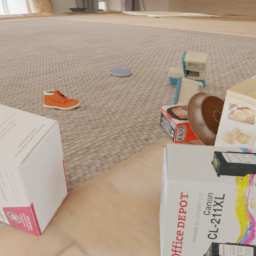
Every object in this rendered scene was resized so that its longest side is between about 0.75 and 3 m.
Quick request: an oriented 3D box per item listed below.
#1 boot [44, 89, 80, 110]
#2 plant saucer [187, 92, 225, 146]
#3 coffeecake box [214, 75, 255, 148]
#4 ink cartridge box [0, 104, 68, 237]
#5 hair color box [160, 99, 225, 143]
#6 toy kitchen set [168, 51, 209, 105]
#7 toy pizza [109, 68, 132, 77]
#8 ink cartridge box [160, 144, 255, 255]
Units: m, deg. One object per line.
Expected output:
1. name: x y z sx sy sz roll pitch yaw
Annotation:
1. boot: -2.534 -1.093 10.651 1.394 0.748 0.523 1 26 -1
2. plant saucer: 2.294 -0.257 7.386 1.646 1.646 0.301 -23 -8 -36
3. coffeecake box: 2.875 0.094 6.619 0.865 2.367 1.817 27 38 36
4. ink cartridge box: -2.802 0.609 5.423 2.939 2.153 1.216 16 43 13
5. hair color box: 2.386 -0.259 8.988 2.426 0.743 1.231 -8 31 -14
6. toy kitchen set: 2.281 -1.673 11.641 1.701 2.313 2.887 10 -7 17
7. toy pizza: -0.385 -2.873 14.581 1.190 0.189 1.190 1 27 -1
8. ink cartridge box: 1.876 1.391 4.682 2.637 1.921 1.092 2 28 6
